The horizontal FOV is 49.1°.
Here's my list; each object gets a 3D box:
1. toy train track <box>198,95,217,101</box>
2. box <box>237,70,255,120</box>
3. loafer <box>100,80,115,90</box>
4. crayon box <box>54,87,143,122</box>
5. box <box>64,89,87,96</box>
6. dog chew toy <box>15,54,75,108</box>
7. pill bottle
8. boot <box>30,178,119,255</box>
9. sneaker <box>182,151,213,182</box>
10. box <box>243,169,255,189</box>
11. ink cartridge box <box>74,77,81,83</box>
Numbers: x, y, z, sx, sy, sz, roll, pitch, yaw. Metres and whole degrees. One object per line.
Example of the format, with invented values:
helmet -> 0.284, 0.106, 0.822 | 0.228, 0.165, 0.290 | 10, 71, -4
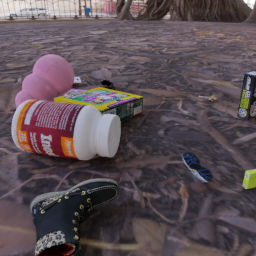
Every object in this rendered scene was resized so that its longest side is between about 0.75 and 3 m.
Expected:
toy train track -> 3.768, -1.399, 13.269 | 0.886, 0.144, 0.508 | 13, 36, 36
box -> 5.517, -1.495, 11.522 | 2.308, 1.849, 0.511 | -17, 30, -31
loafer -> -1.052, -2.115, 14.054 | 0.782, 0.685, 2.176 | -1, 27, -1
crayon box -> -1.120, -0.878, 11.186 | 2.380, 0.804, 2.759 | 15, 23, 31
box -> -2.181, -1.527, 13.320 | 1.478, 0.289, 1.011 | 4, 27, 8
dog chew toy -> -3.451, -1.665, 11.376 | 1.711, 1.711, 2.747 | 23, 67, 38
pill bottle -> -1.812, 0.072, 8.556 | 2.960, 1.672, 1.672 | 6, 27, 14
boot -> -1.034, 1.920, 5.961 | 2.039, 0.736, 1.540 | -12, 31, -12
sneaker -> 1.812, 1.082, 7.582 | 0.388, 0.395, 1.026 | -33, 73, -19
box -> 3.470, 1.310, 7.401 | 0.820, 0.500, 0.195 | -7, 28, -15
ink cartridge box -> -3.310, -2.483, 15.259 | 1.437, 0.340, 1.151 | -3, 26, -15
